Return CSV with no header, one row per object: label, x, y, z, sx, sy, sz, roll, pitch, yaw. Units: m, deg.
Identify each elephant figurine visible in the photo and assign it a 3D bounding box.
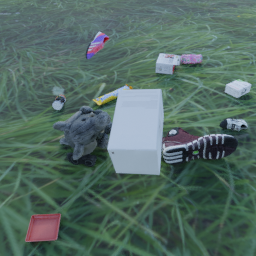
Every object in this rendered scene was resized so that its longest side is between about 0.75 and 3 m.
elephant figurine,-1.583,0.102,9.589,1.895,2.078,2.678,21,8,4

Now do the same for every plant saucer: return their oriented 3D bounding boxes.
plant saucer,-2.358,2.830,7.886,0.850,0.156,0.852,-2,36,-3

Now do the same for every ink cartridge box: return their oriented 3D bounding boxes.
ink cartridge box,2.399,-3.765,16.473,1.328,0.634,1.513,9,37,12
ink cartridge box,5.583,-2.016,14.244,1.071,0.450,0.779,-24,43,-29

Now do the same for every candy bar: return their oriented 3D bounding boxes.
candy bar,-0.718,-1.654,13.927,2.338,0.259,0.583,-29,46,-33

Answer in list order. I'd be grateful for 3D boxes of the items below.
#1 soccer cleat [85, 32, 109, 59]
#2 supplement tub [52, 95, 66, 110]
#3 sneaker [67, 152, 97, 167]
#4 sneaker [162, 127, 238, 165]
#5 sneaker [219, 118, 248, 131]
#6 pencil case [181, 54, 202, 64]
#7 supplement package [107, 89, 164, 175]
soccer cleat,-1.435,-3.772,12.935,0.573,0.534,1.566,23,66,8
supplement tub,-3.214,-1.220,13.147,0.467,0.467,0.763,5,37,6
sneaker,-1.661,1.087,10.129,1.120,0.425,0.508,14,28,8
sneaker,2.517,0.396,10.487,2.801,1.060,1.618,-7,34,-7
sneaker,4.425,-0.112,11.664,1.164,0.431,0.515,-5,34,-5
pencil case,3.885,-4.243,17.191,1.304,0.570,0.570,-1,36,-5
supplement package,0.328,0.097,8.596,1.394,1.377,2.299,1,52,11
